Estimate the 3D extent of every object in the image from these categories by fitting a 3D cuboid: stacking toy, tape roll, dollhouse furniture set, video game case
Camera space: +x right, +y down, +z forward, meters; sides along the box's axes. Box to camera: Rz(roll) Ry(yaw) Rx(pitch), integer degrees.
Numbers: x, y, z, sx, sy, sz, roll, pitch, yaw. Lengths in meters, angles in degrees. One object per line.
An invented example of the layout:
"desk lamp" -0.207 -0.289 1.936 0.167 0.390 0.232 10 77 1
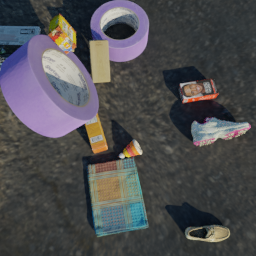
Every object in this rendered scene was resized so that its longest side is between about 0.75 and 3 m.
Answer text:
"stacking toy" 0.039 0.903 10.860 0.889 0.649 0.649 -29 73 10
"tape roll" -0.348 -4.219 12.190 2.461 1.045 2.461 0 71 -1
"tape roll" -2.267 -1.247 8.531 1.225 2.883 2.883 -27 72 23
"dollhouse furniture set" -2.013 -3.061 11.753 2.187 1.782 2.080 -7 114 -11
"video game case" -5.221 -3.489 12.357 2.472 0.289 2.247 1 72 -1

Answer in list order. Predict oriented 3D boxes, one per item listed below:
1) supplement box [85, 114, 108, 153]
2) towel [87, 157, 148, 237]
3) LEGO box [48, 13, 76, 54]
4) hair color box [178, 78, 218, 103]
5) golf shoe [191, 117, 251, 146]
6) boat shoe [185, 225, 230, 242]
"supplement box" -1.332 0.024 11.046 0.623 0.603 1.812 -15 72 -3
"towel" -0.441 2.510 10.406 1.945 0.288 2.652 -10 72 -4
"LEGO box" -1.933 -2.808 8.312 0.395 0.763 1.024 -30 41 17
"hair color box" 2.904 -1.540 11.630 1.460 0.447 0.741 -10 73 -3
"golf shoe" 3.591 -0.033 10.949 2.328 0.877 1.065 -12 69 -5
"boat shoe" 2.836 3.725 9.886 1.583 0.514 0.571 1 72 0
